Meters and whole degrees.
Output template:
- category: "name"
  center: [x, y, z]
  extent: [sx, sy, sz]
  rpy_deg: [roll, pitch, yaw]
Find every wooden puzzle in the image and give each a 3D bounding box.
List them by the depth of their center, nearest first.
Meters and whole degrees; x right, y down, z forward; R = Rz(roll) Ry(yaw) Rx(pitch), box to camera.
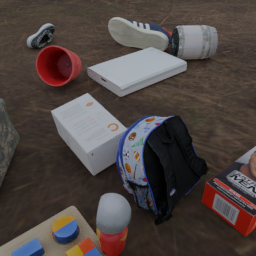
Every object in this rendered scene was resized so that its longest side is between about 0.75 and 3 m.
- category: "wooden puzzle"
  center: [-1.129, 2.002, 4.366]
  extent: [1.456, 0.364, 1.572]
  rpy_deg: [-26, 44, -30]

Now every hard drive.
- category: "hard drive"
  center: [0.338, -2.050, 9.750]
  extent: [2.927, 0.385, 1.931]
  rpy_deg: [-27, 44, -30]

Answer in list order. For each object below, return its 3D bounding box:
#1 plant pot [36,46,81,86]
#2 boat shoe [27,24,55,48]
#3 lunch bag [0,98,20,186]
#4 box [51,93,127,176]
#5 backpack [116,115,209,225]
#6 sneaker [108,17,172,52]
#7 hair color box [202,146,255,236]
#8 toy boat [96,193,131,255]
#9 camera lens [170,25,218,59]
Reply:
- category: "plant pot"
  center: [-2.104, -2.000, 8.970]
  extent: [1.254, 1.254, 1.109]
  rpy_deg: [8, 16, 11]
- category: "boat shoe"
  center: [-3.595, -3.909, 12.130]
  extent: [0.635, 0.646, 1.792]
  rpy_deg: [20, 50, 10]
- category: "lunch bag"
  center: [-3.697, 0.479, 5.583]
  extent: [2.372, 1.394, 1.945]
  rpy_deg: [-7, 37, 1]
- category: "box"
  center: [-0.835, 0.088, 6.232]
  extent: [1.000, 0.784, 1.607]
  rpy_deg: [-30, 50, -22]
- category: "backpack"
  center: [0.565, 0.569, 5.239]
  extent: [1.308, 1.617, 1.698]
  rpy_deg: [10, 35, 41]
- category: "sneaker"
  center: [0.560, -4.023, 11.880]
  extent: [2.861, 1.072, 1.209]
  rpy_deg: [27, 45, 18]
- category: "hair color box"
  center: [2.487, 1.053, 5.422]
  extent: [1.994, 0.611, 1.012]
  rpy_deg: [-25, 43, -31]
- category: "toy boat"
  center: [0.316, 2.050, 3.503]
  extent: [2.229, 1.232, 2.652]
  rpy_deg: [-21, 45, -26]
- category: "camera lens"
  center: [2.443, -3.233, 10.612]
  extent: [1.534, 1.227, 1.227]
  rpy_deg: [-3, 37, -5]
